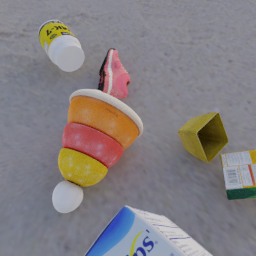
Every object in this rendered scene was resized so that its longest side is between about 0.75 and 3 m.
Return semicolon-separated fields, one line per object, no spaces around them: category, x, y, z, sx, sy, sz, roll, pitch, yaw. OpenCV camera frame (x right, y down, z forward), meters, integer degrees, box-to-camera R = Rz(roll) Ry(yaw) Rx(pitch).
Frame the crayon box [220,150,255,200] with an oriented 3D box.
crayon box;3.168;1.042;6.576;1.780;0.459;1.119;-10;38;18

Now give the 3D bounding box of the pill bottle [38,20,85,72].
pill bottle;-2.302;-2.840;9.696;1.144;1.144;2.001;-22;48;-18

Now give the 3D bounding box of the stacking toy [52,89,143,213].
stacking toy;-1.058;0.668;6.862;2.081;2.081;2.848;20;68;17

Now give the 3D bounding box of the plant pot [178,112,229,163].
plant pot;1.945;0.201;7.499;0.982;0.982;0.866;-38;25;-25

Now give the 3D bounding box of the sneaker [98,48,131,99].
sneaker;-0.417;-1.787;9.531;1.018;0.865;2.348;17;46;-17

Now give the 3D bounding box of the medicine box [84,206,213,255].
medicine box;0.890;2.620;4.258;2.694;2.454;1.387;34;84;27
